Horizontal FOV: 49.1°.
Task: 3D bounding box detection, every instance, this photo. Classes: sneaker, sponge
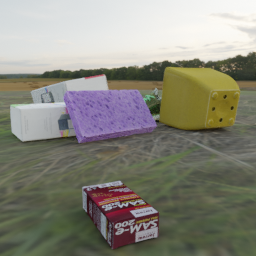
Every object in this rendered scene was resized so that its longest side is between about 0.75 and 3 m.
[{"bbox_3d":[0.800,-0.866,10.367,2.707,1.200,1.041,-3,10,-15],"label":"sneaker"},{"bbox_3d":[-0.424,-0.396,7.464,2.417,1.349,0.361,-8,-27,-39],"label":"sponge"}]

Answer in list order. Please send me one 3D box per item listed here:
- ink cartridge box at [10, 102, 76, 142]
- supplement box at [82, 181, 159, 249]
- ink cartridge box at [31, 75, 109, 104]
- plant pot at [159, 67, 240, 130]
[{"bbox_3d":[-1.838,-0.272,7.867,2.512,0.845,1.471,-6,11,-32],"label":"ink cartridge box"},{"bbox_3d":[-0.116,0.850,2.913,0.491,0.275,0.903,-5,12,-26],"label":"supplement box"},{"bbox_3d":[-2.398,-1.356,11.617,2.021,1.172,2.738,-22,13,-41],"label":"ink cartridge box"},{"bbox_3d":[2.317,-0.817,8.657,1.859,1.847,1.902,-4,20,-25],"label":"plant pot"}]
